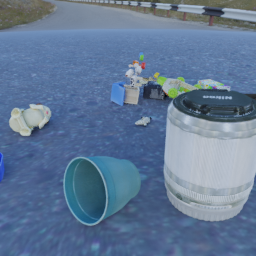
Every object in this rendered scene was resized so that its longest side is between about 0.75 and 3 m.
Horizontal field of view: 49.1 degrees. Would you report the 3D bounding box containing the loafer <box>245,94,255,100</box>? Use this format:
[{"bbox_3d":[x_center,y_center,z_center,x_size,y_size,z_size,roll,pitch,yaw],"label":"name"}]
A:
[{"bbox_3d":[3.395,-0.661,8.286,0.898,0.877,2.459,-7,-14,-35],"label":"loafer"}]

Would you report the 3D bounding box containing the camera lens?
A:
[{"bbox_3d":[2.004,0.538,6.824,2.188,2.735,2.188,0,25,0],"label":"camera lens"}]

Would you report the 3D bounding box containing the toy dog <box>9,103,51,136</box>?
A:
[{"bbox_3d":[-3.714,-0.365,11.040,1.529,1.100,1.577,-26,5,43],"label":"toy dog"}]

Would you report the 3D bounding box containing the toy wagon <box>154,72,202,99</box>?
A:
[{"bbox_3d":[2.519,-1.918,13.742,2.807,0.555,2.178,25,30,9],"label":"toy wagon"}]

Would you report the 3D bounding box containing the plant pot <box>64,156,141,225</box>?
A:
[{"bbox_3d":[-0.521,1.361,6.758,1.526,1.526,1.434,22,17,39],"label":"plant pot"}]

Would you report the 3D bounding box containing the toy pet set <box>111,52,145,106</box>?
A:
[{"bbox_3d":[-0.047,-2.435,13.745,1.330,2.338,2.504,8,25,-4],"label":"toy pet set"}]

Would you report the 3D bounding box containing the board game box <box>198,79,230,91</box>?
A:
[{"bbox_3d":[4.326,-1.887,14.323,0.812,0.827,1.576,-10,26,-21],"label":"board game box"}]

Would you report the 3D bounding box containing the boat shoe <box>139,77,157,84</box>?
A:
[{"bbox_3d":[1.318,-2.888,16.949,1.269,0.421,0.470,0,25,1],"label":"boat shoe"}]

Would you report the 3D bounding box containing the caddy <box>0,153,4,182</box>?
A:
[{"bbox_3d":[-4.078,1.118,8.028,0.935,0.694,1.322,-8,26,-14],"label":"caddy"}]

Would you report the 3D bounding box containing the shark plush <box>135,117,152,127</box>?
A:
[{"bbox_3d":[0.682,-0.346,11.660,0.386,0.421,0.927,-20,13,42],"label":"shark plush"}]

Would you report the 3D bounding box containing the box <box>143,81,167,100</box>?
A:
[{"bbox_3d":[1.490,-1.990,14.725,1.150,0.675,1.131,7,26,17],"label":"box"}]
